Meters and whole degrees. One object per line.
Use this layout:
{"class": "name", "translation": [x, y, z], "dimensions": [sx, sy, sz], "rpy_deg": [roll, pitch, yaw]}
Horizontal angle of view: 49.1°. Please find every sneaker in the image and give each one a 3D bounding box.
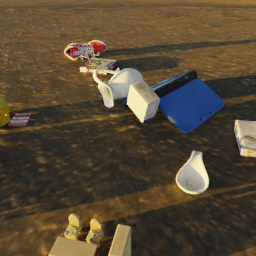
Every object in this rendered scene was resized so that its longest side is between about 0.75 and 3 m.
{"class": "sneaker", "translation": [-2.393, -4.294, 15.477], "dimensions": [2.290, 0.816, 1.288], "rpy_deg": [-2, 28, 10]}

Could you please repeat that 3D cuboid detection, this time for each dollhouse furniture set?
{"class": "dollhouse furniture set", "translation": [-0.708, 2.229, 5.121], "dimensions": [1.444, 0.939, 1.326], "rpy_deg": [7, 33, 11]}

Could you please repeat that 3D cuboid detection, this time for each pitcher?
{"class": "pitcher", "translation": [-0.366, -1.750, 10.421], "dimensions": [1.699, 1.458, 1.030], "rpy_deg": [-33, 8, -32]}

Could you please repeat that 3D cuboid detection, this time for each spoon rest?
{"class": "spoon rest", "translation": [1.725, 1.099, 7.324], "dimensions": [0.806, 0.492, 1.622], "rpy_deg": [9, 33, 14]}

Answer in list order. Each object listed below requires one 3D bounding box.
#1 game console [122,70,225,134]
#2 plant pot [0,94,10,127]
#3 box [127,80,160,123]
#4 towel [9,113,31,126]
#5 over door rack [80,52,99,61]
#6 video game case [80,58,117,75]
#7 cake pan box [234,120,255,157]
{"class": "game console", "translation": [1.744, -0.941, 10.723], "dimensions": [2.932, 1.735, 2.503], "rpy_deg": [-30, 12, -39]}
{"class": "plant pot", "translation": [-4.645, -0.552, 9.446], "dimensions": [0.995, 1.128, 1.128], "rpy_deg": [29, 41, 21]}
{"class": "box", "translation": [0.482, -0.855, 9.025], "dimensions": [0.527, 1.005, 0.924], "rpy_deg": [-27, 65, -23]}
{"class": "towel", "translation": [-3.817, -0.314, 9.909], "dimensions": [0.588, 0.093, 0.816], "rpy_deg": [-1, 32, -3]}
{"class": "over door rack", "translation": [-2.065, -3.819, 15.096], "dimensions": [0.763, 0.344, 1.033], "rpy_deg": [-16, 15, -24]}
{"class": "video game case", "translation": [-1.465, -3.133, 14.161], "dimensions": [1.404, 0.277, 1.549], "rpy_deg": [9, 34, 14]}
{"class": "cake pan box", "translation": [4.217, 0.338, 8.582], "dimensions": [1.651, 0.432, 1.521], "rpy_deg": [4, 35, 7]}
